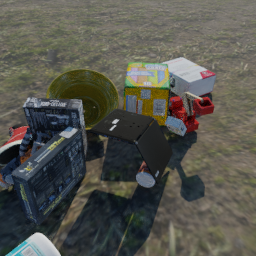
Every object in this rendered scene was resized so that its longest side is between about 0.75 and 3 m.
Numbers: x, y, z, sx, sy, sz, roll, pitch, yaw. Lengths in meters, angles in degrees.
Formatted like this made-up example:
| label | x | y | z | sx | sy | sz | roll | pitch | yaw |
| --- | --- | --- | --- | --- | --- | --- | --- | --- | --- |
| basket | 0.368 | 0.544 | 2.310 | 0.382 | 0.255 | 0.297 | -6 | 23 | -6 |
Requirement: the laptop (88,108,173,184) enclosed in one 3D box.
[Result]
| label | x | y | z | sx | sy | sz | roll | pitch | yaw |
| --- | --- | --- | --- | --- | --- | --- | --- | --- | --- |
| laptop | 0.191 | 0.421 | 8.389 | 2.161 | 1.116 | 1.915 | 14 | 27 | 16 |

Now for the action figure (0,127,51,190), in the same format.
| label | x | y | z | sx | sy | sz | roll | pitch | yaw |
| --- | --- | --- | --- | --- | --- | --- | --- | --- | --- |
| action figure | -3.095 | 0.922 | 8.210 | 1.953 | 1.056 | 2.019 | -50 | 30 | 3 |

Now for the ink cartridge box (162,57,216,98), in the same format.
| label | x | y | z | sx | sy | sz | roll | pitch | yaw |
| --- | --- | --- | --- | --- | --- | --- | --- | --- | --- |
| ink cartridge box | 2.609 | -2.310 | 12.919 | 1.671 | 0.969 | 2.264 | -20 | 39 | -25 |

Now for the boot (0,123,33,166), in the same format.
| label | x | y | z | sx | sy | sz | roll | pitch | yaw |
| --- | --- | --- | --- | --- | --- | --- | --- | --- | --- |
| boot | -3.942 | 0.490 | 9.508 | 1.382 | 0.694 | 1.915 | 19 | 37 | 29 |

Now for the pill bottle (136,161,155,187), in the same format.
| label | x | y | z | sx | sy | sz | roll | pitch | yaw |
| --- | --- | --- | --- | --- | --- | --- | --- | --- | --- |
| pill bottle | 0.678 | 1.245 | 8.505 | 0.583 | 0.583 | 1.039 | 13 | 40 | 17 |

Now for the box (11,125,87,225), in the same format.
| label | x | y | z | sx | sy | sz | roll | pitch | yaw |
| --- | --- | --- | --- | --- | --- | --- | --- | --- | --- |
| box | -1.994 | 1.217 | 7.598 | 0.559 | 1.728 | 2.191 | 18 | 41 | 22 |

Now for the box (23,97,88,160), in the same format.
| label | x | y | z | sx | sy | sz | roll | pitch | yaw |
| --- | --- | --- | --- | --- | --- | --- | --- | --- | --- |
| box | -2.194 | 0.068 | 8.809 | 1.657 | 2.101 | 0.523 | 2 | 39 | 4 |

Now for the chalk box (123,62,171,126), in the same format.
| label | x | y | z | sx | sy | sz | roll | pitch | yaw |
| --- | --- | --- | --- | --- | --- | --- | --- | --- | --- |
| chalk box | 0.742 | -1.568 | 11.331 | 1.711 | 1.719 | 2.763 | 2 | 36 | 3 |

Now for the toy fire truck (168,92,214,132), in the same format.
| label | x | y | z | sx | sy | sz | roll | pitch | yaw |
| --- | --- | --- | --- | --- | --- | --- | --- | --- | --- |
| toy fire truck | 2.190 | -0.739 | 10.318 | 0.546 | 1.581 | 2.241 | -13 | 39 | -17 |

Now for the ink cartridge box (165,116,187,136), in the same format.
| label | x | y | z | sx | sy | sz | roll | pitch | yaw |
| --- | --- | --- | --- | --- | --- | --- | --- | --- | --- |
| ink cartridge box | 1.704 | -0.066 | 9.958 | 0.553 | 0.761 | 0.333 | 21 | 75 | 31 |

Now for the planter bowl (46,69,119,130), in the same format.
| label | x | y | z | sx | sy | sz | roll | pitch | yaw |
| --- | --- | --- | --- | --- | --- | --- | --- | --- | --- |
| planter bowl | -1.692 | -0.867 | 10.582 | 2.623 | 1.092 | 2.623 | 3 | 64 | -7 |

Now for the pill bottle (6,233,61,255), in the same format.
| label | x | y | z | sx | sy | sz | roll | pitch | yaw |
| --- | --- | --- | --- | --- | --- | --- | --- | --- | --- |
| pill bottle | -2.325 | 3.155 | 5.519 | 1.130 | 1.130 | 2.040 | 29 | 46 | 33 |
